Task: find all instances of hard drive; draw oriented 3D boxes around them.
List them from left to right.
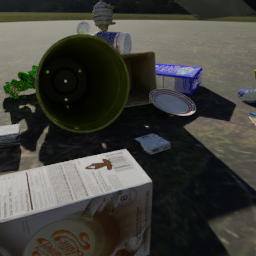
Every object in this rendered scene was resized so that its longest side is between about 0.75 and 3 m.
[{"bbox_3d":[1.636,-2.977,6.072,1.568,0.370,2.247,28,8,-21],"label":"hard drive"}]

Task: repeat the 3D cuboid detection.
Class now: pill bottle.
[{"bbox_3d":[-1.343,-5.348,17.940,2.882,1.599,1.599,10,27,19],"label":"pill bottle"}]

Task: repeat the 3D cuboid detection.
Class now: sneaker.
[{"bbox_3d":[4.978,-1.379,10.539,0.625,0.893,1.546,-18,31,-35],"label":"sneaker"}]

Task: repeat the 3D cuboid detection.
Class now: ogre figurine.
[{"bbox_3d":[-3.729,-1.885,11.103,2.463,1.208,1.477,-38,-9,40],"label":"ogre figurine"}]

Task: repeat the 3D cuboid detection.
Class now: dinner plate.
[{"bbox_3d":[1.566,-0.887,9.960,1.729,0.210,1.729,10,34,-7],"label":"dinner plate"}]

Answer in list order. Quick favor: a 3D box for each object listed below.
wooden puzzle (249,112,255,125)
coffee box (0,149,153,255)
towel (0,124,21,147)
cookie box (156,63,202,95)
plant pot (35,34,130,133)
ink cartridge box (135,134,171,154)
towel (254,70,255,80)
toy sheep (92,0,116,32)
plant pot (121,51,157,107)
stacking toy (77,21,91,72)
[{"bbox_3d":[4.345,-0.114,8.783,0.955,0.166,1.416,8,27,7],"label":"wooden puzzle"},{"bbox_3d":[-1.051,1.403,4.067,2.632,1.505,1.049,-11,28,-20],"label":"coffee box"},{"bbox_3d":[-3.451,0.227,7.812,0.904,0.387,0.748,-10,26,-16],"label":"towel"},{"bbox_3d":[1.963,-2.205,12.328,2.180,0.819,1.865,12,28,23],"label":"cookie box"},{"bbox_3d":[-1.773,-1.460,9.121,2.779,2.779,2.676,-12,16,-24],"label":"plant pot"},{"bbox_3d":[0.656,0.421,7.654,0.653,0.193,0.816,-15,24,-28],"label":"ink cartridge box"},{"bbox_3d":[5.477,-1.475,10.701,0.213,1.015,2.359,-25,24,9],"label":"towel"},{"bbox_3d":[-0.580,-2.653,6.562,0.545,0.790,0.545,-2,4,0],"label":"toy sheep"},{"bbox_3d":[-0.120,-1.871,10.735,1.875,1.877,1.662,-10,15,-20],"label":"plant pot"},{"bbox_3d":[-2.088,-3.616,13.165,1.936,2.650,1.936,-1,25,0],"label":"stacking toy"}]
